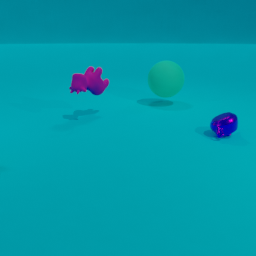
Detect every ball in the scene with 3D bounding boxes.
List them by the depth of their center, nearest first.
[{"bbox_3d":[1.395,-1.793,10.310,1.344,1.344,1.344,0,18,0],"label":"ball"}]

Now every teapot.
[{"bbox_3d":[2.525,-0.072,7.234,0.710,0.559,1.142,-16,16,45],"label":"teapot"}]

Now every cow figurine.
[{"bbox_3d":[-1.189,-1.323,8.598,0.675,1.229,1.209,13,64,33],"label":"cow figurine"}]
